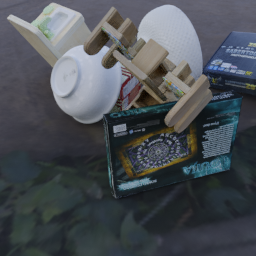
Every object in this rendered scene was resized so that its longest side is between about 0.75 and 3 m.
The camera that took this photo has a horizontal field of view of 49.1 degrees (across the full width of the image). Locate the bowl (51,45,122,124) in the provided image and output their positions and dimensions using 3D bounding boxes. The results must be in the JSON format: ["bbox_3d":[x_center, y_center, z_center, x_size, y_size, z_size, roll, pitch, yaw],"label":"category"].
[{"bbox_3d":[-1.181,-1.120,6.627,1.996,1.996,0.897,36,17,35],"label":"bowl"}]

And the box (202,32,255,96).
[{"bbox_3d":[3.799,-1.856,8.027,2.647,0.675,2.087,21,58,36],"label":"box"}]

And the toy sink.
[{"bbox_3d":[-1.907,-2.582,8.060,1.553,2.382,1.335,33,80,35],"label":"toy sink"}]

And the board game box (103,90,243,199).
[{"bbox_3d":[0.858,0.323,5.318,2.546,1.722,0.359,-11,32,-13],"label":"board game box"}]

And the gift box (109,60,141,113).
[{"bbox_3d":[-0.511,-1.151,7.411,1.294,1.279,1.386,23,46,22],"label":"gift box"}]

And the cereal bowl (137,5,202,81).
[{"bbox_3d":[0.923,-2.020,7.694,1.004,2.411,2.411,-24,45,-15],"label":"cereal bowl"}]

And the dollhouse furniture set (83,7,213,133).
[{"bbox_3d":[0.272,-0.588,5.036,1.945,2.219,1.474,44,98,21],"label":"dollhouse furniture set"}]
